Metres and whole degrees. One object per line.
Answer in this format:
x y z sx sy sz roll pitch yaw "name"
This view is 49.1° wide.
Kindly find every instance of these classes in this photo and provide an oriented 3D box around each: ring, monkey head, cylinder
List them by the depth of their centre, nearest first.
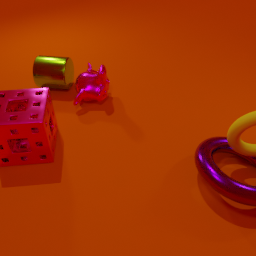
2.904 0.143 6.090 1.429 1.429 0.286 3 49 4 "ring"
2.490 0.899 6.309 2.028 0.406 2.028 9 35 -7 "ring"
-1.106 -1.425 8.504 1.029 1.228 1.707 11 57 3 "monkey head"
-2.385 -1.799 9.068 1.031 1.031 1.031 5 43 6 "cylinder"

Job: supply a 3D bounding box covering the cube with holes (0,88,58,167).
-2.565 -0.031 6.917 1.333 1.333 1.333 -4 43 -5 "cube with holes"
